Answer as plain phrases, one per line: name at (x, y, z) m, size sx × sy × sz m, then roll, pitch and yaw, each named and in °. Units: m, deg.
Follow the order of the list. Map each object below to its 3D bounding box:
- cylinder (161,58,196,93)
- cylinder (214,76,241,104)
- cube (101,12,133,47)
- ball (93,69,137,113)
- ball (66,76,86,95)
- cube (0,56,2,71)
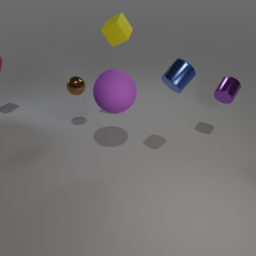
cylinder at (1.414, -1.458, 7.855) m, size 0.700 × 0.700 × 0.700 m, roll -49°, pitch 45°, yaw -3°
cylinder at (3.474, -1.318, 9.803) m, size 0.700 × 0.700 × 0.700 m, roll 23°, pitch 69°, yaw 33°
cube at (-0.369, -3.314, 9.483) m, size 0.700 × 0.700 × 0.700 m, roll -17°, pitch 38°, yaw 32°
ball at (-0.418, -1.168, 8.976) m, size 1.400 × 1.400 × 1.400 m, roll 0°, pitch 31°, yaw 0°
ball at (-1.930, -1.565, 10.413) m, size 0.700 × 0.700 × 0.700 m, roll 0°, pitch 31°, yaw 0°
cube at (-5.451, -2.547, 10.928) m, size 0.700 × 0.700 × 0.700 m, roll 33°, pitch 43°, yaw 3°
